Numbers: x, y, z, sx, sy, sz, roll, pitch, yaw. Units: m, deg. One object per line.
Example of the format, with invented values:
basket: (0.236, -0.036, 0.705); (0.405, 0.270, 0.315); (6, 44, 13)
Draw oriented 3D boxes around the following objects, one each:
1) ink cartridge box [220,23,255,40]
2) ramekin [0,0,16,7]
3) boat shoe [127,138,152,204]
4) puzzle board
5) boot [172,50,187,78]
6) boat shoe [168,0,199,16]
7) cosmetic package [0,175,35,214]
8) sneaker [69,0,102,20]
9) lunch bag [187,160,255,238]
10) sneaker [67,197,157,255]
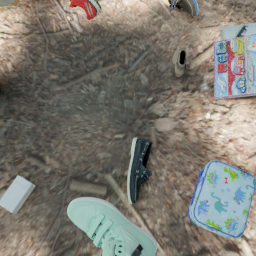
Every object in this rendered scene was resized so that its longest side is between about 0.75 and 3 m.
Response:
ink cartridge box: (4.746, -3.221, 10.807); (1.956, 0.426, 1.697); (-9, 68, -3)
ramekin: (-5.075, -6.110, 10.696); (1.372, 2.809, 2.809); (33, 73, 3)
boat shoe: (0.433, 1.332, 8.888); (0.714, 0.805, 2.153); (1, 59, 13)
puzzle board: (3.996, -2.232, 10.030); (1.796, 0.207, 2.383); (-5, 72, 28)
boot: (1.923, -2.523, 10.223); (0.482, 1.004, 1.373); (1, 69, 0)
boat shoe: (2.035, -5.245, 11.430); (0.819, 0.817, 2.262); (-26, 62, -4)
cosmetic package: (-3.487, 2.090, 8.805); (0.582, 0.419, 1.032); (30, 73, 11)
sneaker: (-1.756, -4.439, 9.355); (0.811, 0.735, 1.910); (-41, 109, 14)
lunch bag: (2.823, 2.123, 8.550); (1.668, 0.856, 2.075); (21, 71, 6)
sneaker: (-0.452, 2.075, 5.392); (2.056, 1.213, 0.757); (26, 100, 12)
